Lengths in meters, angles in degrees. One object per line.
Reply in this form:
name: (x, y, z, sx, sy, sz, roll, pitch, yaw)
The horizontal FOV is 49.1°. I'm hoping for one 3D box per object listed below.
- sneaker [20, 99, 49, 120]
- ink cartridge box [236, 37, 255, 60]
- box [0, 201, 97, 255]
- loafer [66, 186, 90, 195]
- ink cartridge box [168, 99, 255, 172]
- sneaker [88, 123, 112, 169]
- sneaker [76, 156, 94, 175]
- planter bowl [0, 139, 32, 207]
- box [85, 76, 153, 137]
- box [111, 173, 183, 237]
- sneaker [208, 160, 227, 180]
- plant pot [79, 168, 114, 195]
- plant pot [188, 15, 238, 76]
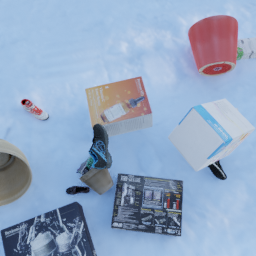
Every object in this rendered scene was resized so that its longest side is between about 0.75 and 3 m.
sneaker: (-3.597, -0.714, 10.727, 1.152, 0.617, 0.385, 29, 70, 11)
ink cartridge box: (5.037, -3.371, 11.908, 1.095, 0.462, 0.800, -6, 68, -2)
box: (-2.287, 3.763, 8.527, 2.409, 1.254, 2.193, -20, 68, -9)
loafer: (-1.757, 2.140, 9.738, 0.848, 0.267, 0.305, -3, 68, -1)
ink cartridge box: (2.866, 0.139, 9.316, 2.379, 1.529, 1.490, -15, 58, -41)
sneaker: (-0.952, 0.566, 8.973, 0.632, 0.565, 1.542, -4, 67, -28)
sneaker: (-1.482, 1.234, 10.085, 0.439, 0.373, 1.004, 5, 46, 37)
planter bowl: (-4.392, 1.267, 9.217, 2.235, 2.235, 1.504, -24, 37, -10)
box: (-0.327, -0.734, 10.307, 2.160, 1.148, 1.644, -14, 65, -1)
box: (0.655, 2.557, 9.380, 2.287, 0.569, 1.803, 6, 68, 2)
sneaker: (3.149, 1.235, 10.015, 0.567, 0.491, 1.296, -33, 74, -23)
plant pot: (-0.989, 1.753, 9.593, 1.048, 1.048, 0.909, -38, 90, -14)
plant pot: (3.444, -3.134, 11.129, 2.005, 2.005, 1.774, -3, 79, -1)
